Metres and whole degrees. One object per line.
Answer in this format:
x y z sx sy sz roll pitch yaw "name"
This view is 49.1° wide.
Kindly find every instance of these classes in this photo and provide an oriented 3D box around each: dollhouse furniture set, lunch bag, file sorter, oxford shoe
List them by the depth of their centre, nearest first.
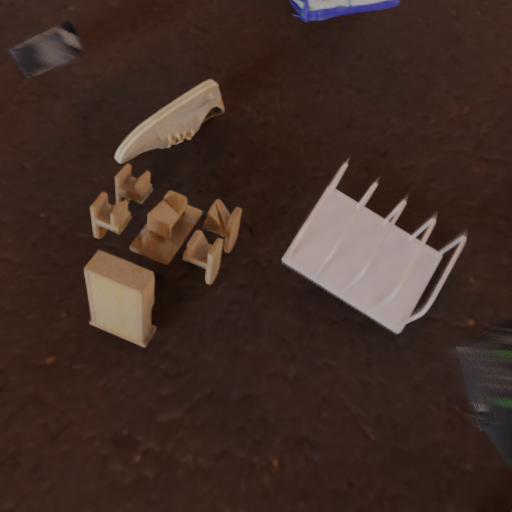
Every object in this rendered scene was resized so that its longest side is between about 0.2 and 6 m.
1.800 -0.123 8.588 2.211 1.376 1.534 32 74 4 "file sorter"
-1.664 0.041 8.958 2.092 1.482 2.277 22 50 7 "dollhouse furniture set"
-1.475 -2.267 9.902 2.276 0.856 0.657 -37 97 -13 "oxford shoe"
1.538 -5.389 10.732 1.844 1.382 2.168 -12 60 -5 "lunch bag"

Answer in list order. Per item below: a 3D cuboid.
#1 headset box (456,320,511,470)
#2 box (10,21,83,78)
3.863 1.667 7.451 2.135 1.859 0.990 -26 37 3 "headset box"
-3.760 -3.741 10.154 0.942 0.585 0.950 -19 29 8 "box"
